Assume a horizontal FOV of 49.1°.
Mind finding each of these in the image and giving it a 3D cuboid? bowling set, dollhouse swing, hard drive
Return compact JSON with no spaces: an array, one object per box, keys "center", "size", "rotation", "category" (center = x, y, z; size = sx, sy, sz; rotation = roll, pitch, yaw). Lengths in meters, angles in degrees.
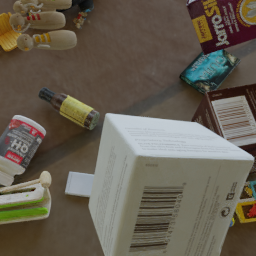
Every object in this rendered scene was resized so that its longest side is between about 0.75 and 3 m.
[{"center":[-2.493,-3.562,7.619],"size":[1.557,2.019,2.901],"rotation":[-12,45,-24],"category":"bowling set"},{"center":[-4.632,-3.657,10.683],"size":[1.069,0.971,0.940],"rotation":[-35,50,-14],"category":"dollhouse swing"},{"center":[-1.378,1.772,8.742],"size":[1.046,0.140,0.690],"rotation":[7,67,2],"category":"hard drive"}]

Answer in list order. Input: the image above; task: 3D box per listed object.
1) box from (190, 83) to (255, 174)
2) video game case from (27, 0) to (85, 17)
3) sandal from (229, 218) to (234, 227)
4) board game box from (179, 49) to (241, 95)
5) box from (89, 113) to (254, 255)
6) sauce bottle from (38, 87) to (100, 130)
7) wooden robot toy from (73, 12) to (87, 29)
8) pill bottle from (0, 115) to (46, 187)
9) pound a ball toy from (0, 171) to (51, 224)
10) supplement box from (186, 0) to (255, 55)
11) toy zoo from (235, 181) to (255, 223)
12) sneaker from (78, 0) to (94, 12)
[{"center":[3.168,0.205,8.145],"size":[2.015,2.454,2.036],"rotation":[-11,68,-5],"category":"box"},{"center":[-3.129,-5.789,11.451],"size":[2.568,0.362,2.842],"rotation":[-23,68,9],"category":"video game case"},{"center":[2.431,2.324,8.306],"size":[0.679,0.620,1.560],"rotation":[-42,66,-8],"category":"sandal"},{"center":[3.040,-2.179,10.348],"size":[1.354,0.282,2.002],"rotation":[39,72,15],"category":"board game box"},{"center":[0.671,1.205,5.787],"size":[2.431,2.083,2.419],"rotation":[4,109,-22],"category":"box"},{"center":[-2.028,-0.727,9.492],"size":[2.208,0.714,0.714],"rotation":[30,70,11],"category":"sauce bottle"},{"center":[-2.014,-4.384,11.249],"size":[0.437,0.424,0.963],"rotation":[10,65,17],"category":"wooden robot toy"},{"center":[-3.513,0.725,8.649],"size":[1.129,1.129,2.039],"rotation":[21,69,9],"category":"pill bottle"},{"center":[-3.131,1.881,8.048],"size":[2.150,1.402,0.914],"rotation":[-7,32,-3],"category":"pound a ball toy"},{"center":[3.038,-3.277,7.593],"size":[2.439,1.596,1.258],"rotation":[-14,32,30],"category":"supplement box"},{"center":[3.899,2.209,8.531],"size":[1.786,0.183,1.171],"rotation":[-7,67,-3],"category":"toy zoo"},{"center":[-1.783,-5.462,11.444],"size":[0.629,0.704,1.719],"rotation":[-9,62,-5],"category":"sneaker"}]
